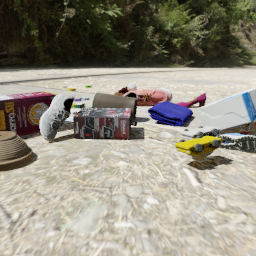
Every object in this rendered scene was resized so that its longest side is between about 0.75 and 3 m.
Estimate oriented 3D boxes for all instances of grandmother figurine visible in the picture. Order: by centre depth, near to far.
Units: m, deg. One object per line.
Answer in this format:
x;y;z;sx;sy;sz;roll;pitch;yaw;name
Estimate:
-0.221;-2.172;16.441;1.246;0.622;2.055;-35;14;-39;grandmother figurine

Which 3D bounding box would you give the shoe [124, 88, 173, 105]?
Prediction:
1.019;-1.618;15.108;2.622;0.937;1.193;6;17;40;shoe

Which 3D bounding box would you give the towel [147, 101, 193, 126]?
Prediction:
1.861;-0.601;12.049;1.557;0.522;2.109;22;22;19;towel

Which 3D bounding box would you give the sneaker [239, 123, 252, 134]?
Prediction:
4.382;-0.075;10.353;0.394;0.415;1.011;9;17;27;sneaker

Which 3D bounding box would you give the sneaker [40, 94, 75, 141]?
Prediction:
-2.353;-0.420;9.413;0.759;1.852;0.692;-4;-32;31;sneaker

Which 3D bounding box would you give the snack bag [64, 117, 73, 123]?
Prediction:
-2.463;-0.348;11.952;0.837;0.090;0.789;-4;17;-12;snack bag

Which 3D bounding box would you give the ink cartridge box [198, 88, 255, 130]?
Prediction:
4.153;-0.774;10.442;2.986;1.004;1.735;-19;-1;-45;ink cartridge box

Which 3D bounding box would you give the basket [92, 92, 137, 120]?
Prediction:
-0.510;-0.886;12.057;1.704;1.159;1.537;6;11;9;basket

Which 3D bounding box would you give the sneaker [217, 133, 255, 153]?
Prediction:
3.457;0.376;8.492;1.409;0.553;0.628;9;21;32;sneaker

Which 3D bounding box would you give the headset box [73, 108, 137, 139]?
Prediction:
-0.737;-0.200;10.056;2.138;0.802;1.589;1;16;2;headset box

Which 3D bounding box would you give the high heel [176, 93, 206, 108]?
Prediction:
3.309;-1.477;14.729;1.605;0.772;0.541;-2;16;-7;high heel

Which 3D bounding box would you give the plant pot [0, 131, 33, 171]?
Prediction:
-3.419;0.542;7.560;1.585;0.732;1.585;0;17;0;plant pot

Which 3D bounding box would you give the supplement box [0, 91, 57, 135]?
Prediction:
-3.849;-0.529;10.225;2.438;1.345;1.044;-14;21;-41;supplement box

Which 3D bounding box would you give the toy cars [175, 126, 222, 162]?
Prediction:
2.051;0.440;7.992;1.176;0.581;2.623;1;12;17;toy cars

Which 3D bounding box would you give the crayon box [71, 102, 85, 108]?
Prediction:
-2.762;-1.207;14.803;0.835;0.215;0.525;6;16;19;crayon box

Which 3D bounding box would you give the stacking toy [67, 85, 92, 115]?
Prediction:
-2.253;-1.394;13.586;0.385;1.236;1.639;11;18;34;stacking toy
